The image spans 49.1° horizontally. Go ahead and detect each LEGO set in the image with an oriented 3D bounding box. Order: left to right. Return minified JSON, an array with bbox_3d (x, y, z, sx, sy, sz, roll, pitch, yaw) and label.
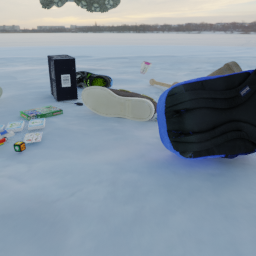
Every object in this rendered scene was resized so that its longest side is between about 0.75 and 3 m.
[{"bbox_3d":[-3.091,0.071,7.298,1.666,0.547,2.230,-8,21,-10],"label":"LEGO set"}]

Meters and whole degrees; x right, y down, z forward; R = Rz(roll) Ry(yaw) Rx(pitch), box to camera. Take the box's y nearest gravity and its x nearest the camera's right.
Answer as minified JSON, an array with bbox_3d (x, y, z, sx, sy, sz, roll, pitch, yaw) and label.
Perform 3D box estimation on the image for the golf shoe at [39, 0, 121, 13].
[{"bbox_3d":[-0.991,-2.969,5.957,1.852,0.725,0.900,9,46,9],"label":"golf shoe"}]

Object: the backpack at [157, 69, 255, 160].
[{"bbox_3d":[1.754,-0.185,6.254,2.239,1.819,1.879,-10,0,-6],"label":"backpack"}]

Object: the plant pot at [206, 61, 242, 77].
[{"bbox_3d":[3.702,-1.717,11.104,1.340,1.545,1.545,-17,21,0],"label":"plant pot"}]

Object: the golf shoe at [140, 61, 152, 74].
[{"bbox_3d":[0.631,-2.147,10.037,0.353,0.428,0.936,14,5,-4],"label":"golf shoe"}]

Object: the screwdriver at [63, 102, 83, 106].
[{"bbox_3d":[-2.092,-0.949,10.630,0.862,0.120,0.125,11,51,20],"label":"screwdriver"}]

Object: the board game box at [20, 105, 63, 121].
[{"bbox_3d":[-2.890,-0.512,9.369,1.165,0.170,0.784,-17,26,-39],"label":"board game box"}]

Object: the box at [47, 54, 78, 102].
[{"bbox_3d":[-2.688,-2.091,11.474,0.881,1.692,1.541,-9,22,-22],"label":"box"}]

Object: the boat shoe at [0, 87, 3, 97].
[{"bbox_3d":[-5.684,-1.265,10.753,0.655,0.641,1.838,12,26,19],"label":"boat shoe"}]

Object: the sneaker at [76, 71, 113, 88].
[{"bbox_3d":[-1.845,-2.256,13.252,2.235,0.792,0.926,6,14,9],"label":"sneaker"}]

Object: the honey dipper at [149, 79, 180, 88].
[{"bbox_3d":[1.752,-1.994,12.952,0.560,0.560,2.950,-9,20,-23],"label":"honey dipper"}]

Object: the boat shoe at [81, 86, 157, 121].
[{"bbox_3d":[-0.282,-0.849,9.246,2.629,0.945,0.783,13,20,22],"label":"boat shoe"}]
